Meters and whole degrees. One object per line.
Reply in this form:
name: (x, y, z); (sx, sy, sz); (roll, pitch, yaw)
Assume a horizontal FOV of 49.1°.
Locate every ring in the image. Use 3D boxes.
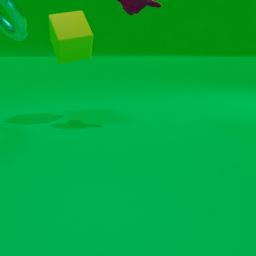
ring: (-3.061, -2.860, 6.870); (1.559, 1.559, 0.312); (16, 54, 45)

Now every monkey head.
monkey head: (0.180, -3.475, 7.392); (0.870, 1.444, 1.039); (-43, -2, 6)

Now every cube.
cube: (-1.676, -2.639, 8.191); (0.996, 0.996, 0.996); (-16, -21, -19)
